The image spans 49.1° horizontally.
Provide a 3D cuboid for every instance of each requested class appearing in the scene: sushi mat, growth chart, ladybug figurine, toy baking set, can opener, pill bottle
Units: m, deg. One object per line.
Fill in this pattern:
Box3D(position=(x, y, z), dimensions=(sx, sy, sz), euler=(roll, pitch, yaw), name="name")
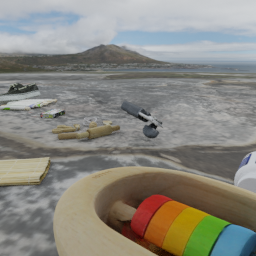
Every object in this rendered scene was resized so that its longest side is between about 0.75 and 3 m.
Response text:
Box3D(position=(-2.887, 0.879, 5.601), dimensions=(2.507, 0.152, 1.200), euler=(-2, 13, -7), name="sushi mat")
Box3D(position=(-4.771, -1.186, 13.594), dimensions=(1.965, 0.241, 2.715), euler=(4, 15, 13), name="growth chart")
Box3D(position=(0.547, 1.192, 2.451), dimensions=(1.983, 1.051, 2.921), euler=(-14, 20, -42), name="ladybug figurine")
Box3D(position=(-1.254, -0.063, 9.013), dimensions=(2.513, 0.292, 1.929), euler=(-12, 18, -38), name="toy baking set")
Box3D(position=(0.317, -0.252, 8.103), dimensions=(0.514, 0.644, 1.926), euler=(31, 0, -34), name="can opener")
Box3D(position=(2.157, 0.846, 4.692), dimensions=(0.647, 0.647, 1.166), euler=(8, 16, 29), name="pill bottle")

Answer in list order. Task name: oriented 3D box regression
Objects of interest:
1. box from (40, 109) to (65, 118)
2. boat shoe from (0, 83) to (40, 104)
Box3D(position=(-3.020, -0.590, 11.338), dimensions=(0.572, 0.180, 1.039), euler=(4, 15, 14), name="box")
Box3D(position=(-5.762, -1.850, 14.490), dimensions=(0.967, 0.871, 2.735), euler=(-11, 9, 28), name="boat shoe")
